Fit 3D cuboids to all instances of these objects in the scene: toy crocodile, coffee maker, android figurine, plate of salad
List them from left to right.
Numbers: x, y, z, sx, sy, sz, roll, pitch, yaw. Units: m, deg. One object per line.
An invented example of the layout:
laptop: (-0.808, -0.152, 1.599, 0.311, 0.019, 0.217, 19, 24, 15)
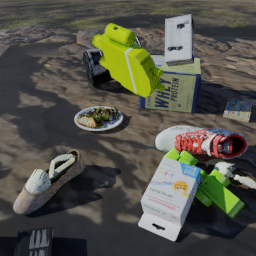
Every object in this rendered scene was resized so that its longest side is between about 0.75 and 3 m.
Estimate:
plate of salad: (-1.236, -0.522, 11.880, 2.055, 0.494, 2.055, -1, 32, 0)
coffee maker: (-0.768, -3.280, 14.860, 2.935, 2.819, 1.977, -16, 58, -9)
android figurine: (0.022, -1.848, 8.173, 2.596, 2.363, 0.533, 34, 68, 33)
toy crocodile: (2.116, 1.533, 8.378, 2.901, 0.896, 0.979, 35, 88, 41)

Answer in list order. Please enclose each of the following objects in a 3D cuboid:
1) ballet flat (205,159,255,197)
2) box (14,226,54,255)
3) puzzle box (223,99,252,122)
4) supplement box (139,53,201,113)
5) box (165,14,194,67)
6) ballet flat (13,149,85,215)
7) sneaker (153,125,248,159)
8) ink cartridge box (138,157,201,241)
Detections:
ballet flat: (3.251, 1.421, 8.507, 2.006, 0.682, 0.686, 24, -5, 33)
box: (-2.164, 2.927, 6.486, 0.822, 0.459, 1.165, -3, 33, -10)
puzzle box: (4.959, -0.818, 12.607, 1.074, 0.205, 1.614, 14, 35, 19)
supplement box: (2.020, -2.215, 13.314, 2.656, 1.783, 2.653, 6, 33, 9)
box: (1.858, -3.126, 10.100, 0.979, 1.678, 0.505, -3, -11, 23)
ballet flat: (-2.350, 1.448, 8.405, 0.899, 0.888, 2.640, 20, 38, 26)
sneaker: (2.425, 0.465, 9.406, 2.965, 0.990, 1.589, 1, 5, -4)
ink cartridge box: (1.111, 1.838, 7.521, 1.122, 0.661, 1.948, 15, 52, 26)
